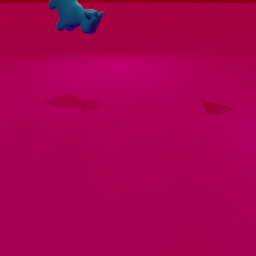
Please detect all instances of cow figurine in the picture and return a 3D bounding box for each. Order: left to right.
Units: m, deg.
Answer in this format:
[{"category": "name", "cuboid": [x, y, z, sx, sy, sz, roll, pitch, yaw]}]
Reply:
[{"category": "cow figurine", "cuboid": [-1.596, -3.606, 8.710, 1.573, 1.599, 0.878, -21, 4, 33]}]
